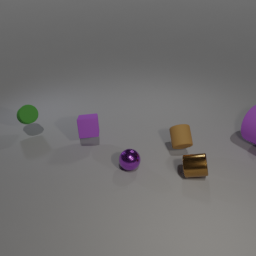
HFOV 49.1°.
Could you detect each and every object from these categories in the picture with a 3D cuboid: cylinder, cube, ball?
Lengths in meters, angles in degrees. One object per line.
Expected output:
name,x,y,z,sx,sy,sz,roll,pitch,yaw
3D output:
cylinder,4.893,0.030,9.582,1.400,1.400,1.400,-16,29,-26
cube,-1.422,-0.083,10.093,0.700,0.700,0.700,-6,17,-2
cylinder,1.810,0.302,9.562,0.700,0.700,0.700,-4,72,-7
cylinder,2.071,1.148,8.602,0.700,0.700,0.700,-7,28,15
cylinder,-3.802,-0.502,10.582,0.700,0.700,0.700,-17,5,-27
ball,0.056,1.015,9.022,0.700,0.700,0.700,0,30,0
